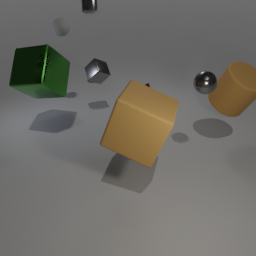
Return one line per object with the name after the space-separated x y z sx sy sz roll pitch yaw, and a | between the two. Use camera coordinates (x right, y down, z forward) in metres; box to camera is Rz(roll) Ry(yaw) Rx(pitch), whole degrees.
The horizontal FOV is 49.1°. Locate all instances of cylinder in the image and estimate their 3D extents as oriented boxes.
3.753 -1.334 9.745 1.400 1.400 1.400 10 52 -14 | cylinder
-1.713 -5.512 12.440 0.700 0.700 0.700 -1 13 0 | cylinder

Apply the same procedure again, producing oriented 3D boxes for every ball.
2.316 -1.358 8.398 0.700 0.700 0.700 0 31 0 | ball
-2.665 -4.002 11.129 0.700 0.700 0.700 0 31 0 | ball

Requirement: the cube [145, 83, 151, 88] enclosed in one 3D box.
0.530 -0.808 8.539 0.700 0.700 0.700 -27 33 9 | cube

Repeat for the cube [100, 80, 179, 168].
0.315 -0.145 7.113 1.400 1.400 1.400 25 32 2 | cube

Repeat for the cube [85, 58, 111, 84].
-1.277 -2.367 11.719 0.700 0.700 0.700 7 57 -47 | cube

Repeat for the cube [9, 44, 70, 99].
-3.056 -1.923 9.861 1.400 1.400 1.400 0 -12 21 | cube
